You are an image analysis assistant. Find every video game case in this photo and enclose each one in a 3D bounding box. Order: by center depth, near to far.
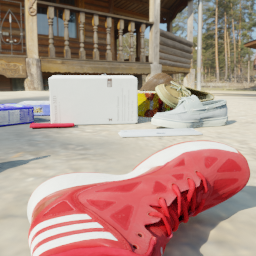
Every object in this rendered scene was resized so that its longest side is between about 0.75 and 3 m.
[{"bbox_3d":[-3.882,-0.924,12.854,2.228,0.506,2.019,-1,9,-4],"label":"video game case"}]

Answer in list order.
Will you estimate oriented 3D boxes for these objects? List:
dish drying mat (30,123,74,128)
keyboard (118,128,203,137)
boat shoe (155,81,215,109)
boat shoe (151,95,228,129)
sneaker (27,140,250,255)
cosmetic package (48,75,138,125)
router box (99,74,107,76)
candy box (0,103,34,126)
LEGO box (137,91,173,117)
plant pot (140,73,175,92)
[{"bbox_3d":[-2.385,-0.081,8.876,1.344,0.122,0.516,-1,6,-11],"label":"dish drying mat"},{"bbox_3d":[0.883,0.146,7.720,2.247,0.120,0.633,-2,15,-9],"label":"keyboard"},{"bbox_3d":[2.299,-1.330,11.224,2.952,1.082,0.925,6,-39,-42],"label":"boat shoe"},{"bbox_3d":[2.023,-0.552,9.014,2.865,1.020,1.000,-4,10,-25],"label":"boat shoe"},{"bbox_3d":[0.306,0.777,2.270,2.161,0.847,1.248,-15,21,-12],"label":"sneaker"},{"bbox_3d":[-1.189,-0.995,9.713,2.921,1.648,1.185,-4,15,-9],"label":"cosmetic package"},{"bbox_3d":[-1.663,-1.397,11.666,2.133,0.730,2.860,-20,23,-3],"label":"router box"},{"bbox_3d":[-4.346,-0.461,9.655,1.406,0.641,1.663,10,13,41],"label":"candy box"},{"bbox_3d":[0.468,-1.162,12.784,2.585,0.998,1.925,7,12,37],"label":"LEGO box"},{"bbox_3d":[1.502,-1.972,16.011,1.939,1.939,2.075,6,25,34],"label":"plant pot"}]
